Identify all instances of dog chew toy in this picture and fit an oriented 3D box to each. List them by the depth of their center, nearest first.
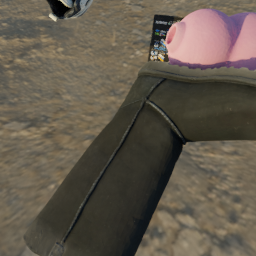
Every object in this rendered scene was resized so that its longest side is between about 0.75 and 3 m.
[{"bbox_3d":[1.587,-0.839,3.748,2.339,1.456,1.456,16,49,-19],"label":"dog chew toy"}]

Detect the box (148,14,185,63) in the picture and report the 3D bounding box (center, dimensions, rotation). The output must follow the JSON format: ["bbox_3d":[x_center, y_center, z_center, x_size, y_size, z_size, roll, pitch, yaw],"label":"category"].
[{"bbox_3d":[1.216,-1.454,6.064,1.767,1.754,0.439,24,29,38],"label":"box"}]

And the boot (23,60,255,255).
[{"bbox_3d":[0.306,0.534,2.801,2.044,0.814,2.480,18,67,44],"label":"boot"}]

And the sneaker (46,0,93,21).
[{"bbox_3d":[-1.241,-3.965,7.234,1.180,2.956,1.924,41,38,-16],"label":"sneaker"}]
